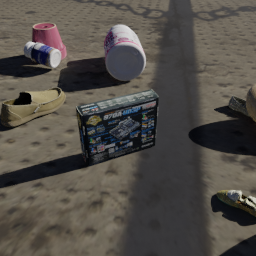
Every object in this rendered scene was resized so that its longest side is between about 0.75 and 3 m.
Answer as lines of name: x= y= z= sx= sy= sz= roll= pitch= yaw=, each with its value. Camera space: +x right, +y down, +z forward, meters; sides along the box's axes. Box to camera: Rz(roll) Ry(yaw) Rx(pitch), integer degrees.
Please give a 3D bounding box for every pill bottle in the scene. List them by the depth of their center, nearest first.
pill bottle: x=-0.216 y=-3.162 z=11.371 sx=1.515 sy=1.515 sz=2.672 roll=-4 pitch=36 yaw=-5
pill bottle: x=-3.514 y=-3.022 z=11.477 sx=1.364 sy=0.789 sz=0.789 roll=22 pitch=42 yaw=14

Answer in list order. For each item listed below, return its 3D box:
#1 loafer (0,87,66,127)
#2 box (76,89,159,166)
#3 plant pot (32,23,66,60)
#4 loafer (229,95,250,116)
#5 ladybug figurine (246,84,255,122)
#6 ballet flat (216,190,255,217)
loafer: x=-2.942 y=-0.806 z=8.848 sx=0.870 sy=0.772 sz=2.288 roll=25 pitch=43 yaw=29
box: x=-0.217 y=-0.001 z=7.091 sx=2.013 sy=1.600 sz=0.463 roll=-16 pitch=40 yaw=-19
plant pot: x=-3.585 y=-3.816 z=12.371 sx=1.542 sy=1.380 sz=1.542 roll=0 pitch=36 yaw=0
loafer: x=3.832 y=-0.675 z=8.957 sx=1.244 sy=0.434 sz=0.435 roll=27 pitch=45 yaw=31
ladybug figurine: x=4.714 y=-0.528 z=8.098 sx=2.733 sy=0.983 sz=1.855 roll=8 pitch=56 yaw=2
ballet flat: x=2.481 y=1.561 z=6.034 sx=1.119 sy=0.395 sz=0.395 roll=25 pitch=43 yaw=30
